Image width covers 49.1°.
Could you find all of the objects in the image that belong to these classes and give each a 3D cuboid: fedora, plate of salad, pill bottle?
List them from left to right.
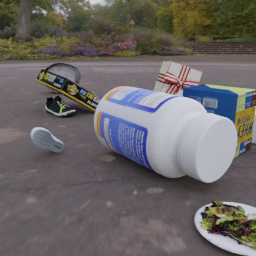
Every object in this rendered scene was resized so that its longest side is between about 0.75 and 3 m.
[{"bbox_3d":[-3.600,-2.540,15.207,2.115,1.871,0.955,10,42,-22],"label":"fedora"},{"bbox_3d":[0.655,0.076,5.744,1.575,1.575,2.811,-12,22,-36],"label":"pill bottle"},{"bbox_3d":[1.533,1.290,3.846,1.204,0.289,1.204,-1,17,0],"label":"plate of salad"}]

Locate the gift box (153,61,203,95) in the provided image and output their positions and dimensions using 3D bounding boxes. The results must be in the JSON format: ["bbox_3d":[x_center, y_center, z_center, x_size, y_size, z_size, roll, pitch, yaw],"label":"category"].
[{"bbox_3d":[2.198,-1.877,12.416,1.718,1.862,1.739,11,11,-8],"label":"gift box"}]

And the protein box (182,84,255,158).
[{"bbox_3d":[2.192,-0.235,6.921,1.004,1.488,1.477,-15,22,-41],"label":"protein box"}]

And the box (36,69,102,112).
[{"bbox_3d":[-2.281,-1.469,10.959,1.896,0.586,2.375,31,-3,-43],"label":"box"}]

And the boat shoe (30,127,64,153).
[{"bbox_3d":[-1.913,0.267,6.405,0.376,0.414,1.125,29,-14,29],"label":"boat shoe"}]

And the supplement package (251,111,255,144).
[{"bbox_3d":[3.705,-0.114,7.756,0.801,0.803,1.369,7,17,22],"label":"supplement package"}]

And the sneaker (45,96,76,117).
[{"bbox_3d":[-2.610,-0.840,10.454,1.664,0.689,0.597,13,21,38],"label":"sneaker"}]

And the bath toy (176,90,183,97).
[{"bbox_3d":[2.391,-0.550,8.876,1.262,1.073,2.902,-48,21,-6],"label":"bath toy"}]
